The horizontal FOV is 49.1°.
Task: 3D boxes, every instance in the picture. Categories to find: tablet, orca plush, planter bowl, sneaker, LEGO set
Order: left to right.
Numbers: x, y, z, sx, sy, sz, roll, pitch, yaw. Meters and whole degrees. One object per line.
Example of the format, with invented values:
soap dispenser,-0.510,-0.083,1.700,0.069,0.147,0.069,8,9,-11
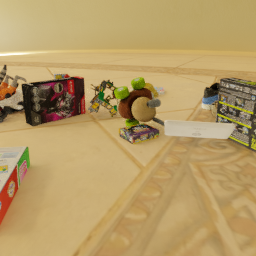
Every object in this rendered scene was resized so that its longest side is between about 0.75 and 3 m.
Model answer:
orca plush,-4.613,-1.290,12.485,2.720,1.431,0.967,-20,-24,12
LEGO set,-1.012,-1.151,11.929,1.318,0.993,1.714,23,47,-29
planter bowl,0.956,-2.086,15.093,1.371,0.571,1.371,-1,28,0
tablet,2.206,0.079,8.898,2.072,0.141,1.348,4,-18,9
sneaker,4.362,-1.538,12.957,2.051,1.141,0.787,-7,21,-19

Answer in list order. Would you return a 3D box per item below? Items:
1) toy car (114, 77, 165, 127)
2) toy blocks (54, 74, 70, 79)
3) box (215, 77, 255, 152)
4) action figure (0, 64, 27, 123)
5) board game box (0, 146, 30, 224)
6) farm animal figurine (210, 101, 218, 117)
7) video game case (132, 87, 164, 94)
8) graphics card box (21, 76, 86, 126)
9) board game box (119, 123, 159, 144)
toy car,0.634,-0.725,9.583,1.473,1.533,1.867,-33,30,-23
toy blocks,-3.047,-1.826,13.098,1.161,1.588,2.324,-7,20,-19
box,3.750,-0.413,8.645,0.538,1.947,2.430,-9,21,-22
action figure,-5.649,-1.362,11.526,2.568,1.343,2.484,21,62,38
board game box,-3.528,1.222,6.117,2.109,0.556,2.757,-2,20,-5
farm animal figurine,3.974,-0.650,11.145,1.592,0.830,1.575,-23,17,-33
video game case,1.172,-2.198,16.263,1.861,0.162,1.331,2,20,6
graphics card box,-2.874,-1.141,11.206,2.529,1.587,0.643,-17,28,-41
board game box,0.365,0.167,9.455,1.083,0.307,0.895,-13,22,-31
